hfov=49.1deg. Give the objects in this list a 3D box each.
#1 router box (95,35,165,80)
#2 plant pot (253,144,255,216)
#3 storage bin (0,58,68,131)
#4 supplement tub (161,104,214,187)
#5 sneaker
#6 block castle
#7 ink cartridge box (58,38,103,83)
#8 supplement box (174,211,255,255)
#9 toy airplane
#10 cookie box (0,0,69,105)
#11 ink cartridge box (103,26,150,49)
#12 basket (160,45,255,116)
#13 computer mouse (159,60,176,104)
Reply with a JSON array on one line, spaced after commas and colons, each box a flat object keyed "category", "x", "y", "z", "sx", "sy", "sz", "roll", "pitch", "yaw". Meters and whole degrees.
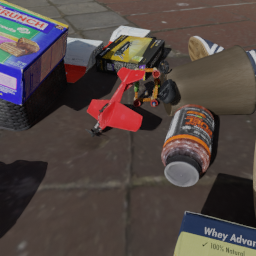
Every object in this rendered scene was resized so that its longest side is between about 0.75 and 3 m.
[{"category": "router box", "x": 0.146, "y": -2.695, "z": 10.381, "sx": 1.860, "sy": 0.618, "sz": 2.366, "roll": 13, "pitch": 40, "yaw": 17}, {"category": "plant pot", "x": 2.903, "y": 1.273, "z": 4.145, "sx": 2.047, "sy": 1.815, "sz": 2.050, "roll": 8, "pitch": 39, "yaw": 10}, {"category": "storage bin", "x": -3.106, "y": -1.259, "z": 7.984, "sx": 1.830, "sy": 1.269, "sz": 2.707, "roll": 11, "pitch": 39, "yaw": 13}, {"category": "supplement tub", "x": 1.302, "y": 0.357, "z": 6.044, "sx": 1.012, "sy": 1.012, "sz": 1.892, "roll": 10, "pitch": 39, "yaw": 13}, {"category": "sneaker", "x": 3.377, "y": -2.463, "z": 9.770, "sx": 1.523, "sy": 0.984, "sz": 2.808, "roll": -18, "pitch": 47, "yaw": -15}, {"category": "block castle", "x": 0.523, "y": -1.144, "z": 7.979, "sx": 0.736, "sy": 1.101, "sz": 0.517, "roll": 0, "pitch": 30, "yaw": -2}, {"category": "ink cartridge box", "x": -2.365, "y": -2.597, "z": 10.279, "sx": 2.133, "sy": 0.630, "sz": 2.664, "roll": 11, "pitch": 37, "yaw": 14}, {"category": "supplement box", "x": 1.449, "y": 2.521, "z": 2.507, "sx": 2.491, "sy": 1.672, "sz": 2.488, "roll": 11, "pitch": 41, "yaw": 13}, {"category": "toy airplane", "x": -0.260, "y": -0.704, "z": 7.026, "sx": 2.269, "sy": 0.417, "sz": 2.269, "roll": -23, "pitch": 45, "yaw": 25}, {"category": "cookie box", "x": -2.961, "y": -1.985, "z": 6.725, "sx": 2.270, "sy": 0.997, "sz": 2.654, "roll": 20, "pitch": 40, "yaw": -3}, {"category": "ink cartridge box", "x": -0.095, "y": -3.708, "z": 11.829, "sx": 1.460, "sy": 0.431, "sz": 1.824, "roll": 19, "pitch": 46, "yaw": 23}, {"category": "basket", "x": 2.054, "y": -1.123, "z": 7.597, "sx": 2.155, "sy": 1.466, "sz": 1.943, "roll": -10, "pitch": 82, "yaw": -3}, {"category": "computer mouse", "x": 0.967, "y": -1.159, "z": 6.919, "sx": 0.251, "sy": 0.432, "sz": 1.473, "roll": 19, "pitch": 49, "yaw": -23}]
